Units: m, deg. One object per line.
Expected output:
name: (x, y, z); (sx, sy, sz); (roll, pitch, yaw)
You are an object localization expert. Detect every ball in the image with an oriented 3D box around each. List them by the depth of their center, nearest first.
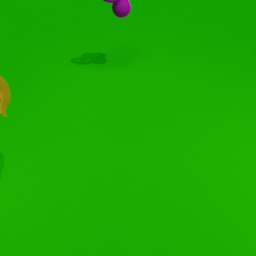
ball: (-0.244, -4.455, 10.358); (0.708, 0.708, 0.708); (0, 41, 0)

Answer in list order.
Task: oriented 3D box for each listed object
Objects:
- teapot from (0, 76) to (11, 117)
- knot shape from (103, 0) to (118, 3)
teapot: (-2.856, -0.685, 5.410); (1.751, 1.089, 0.857); (20, 64, 18)
knot shape: (-0.452, -5.065, 9.690); (1.527, 1.631, 0.754); (-41, 65, -3)
